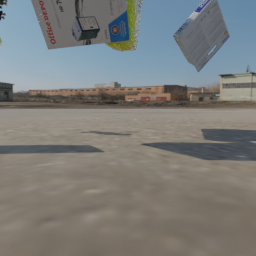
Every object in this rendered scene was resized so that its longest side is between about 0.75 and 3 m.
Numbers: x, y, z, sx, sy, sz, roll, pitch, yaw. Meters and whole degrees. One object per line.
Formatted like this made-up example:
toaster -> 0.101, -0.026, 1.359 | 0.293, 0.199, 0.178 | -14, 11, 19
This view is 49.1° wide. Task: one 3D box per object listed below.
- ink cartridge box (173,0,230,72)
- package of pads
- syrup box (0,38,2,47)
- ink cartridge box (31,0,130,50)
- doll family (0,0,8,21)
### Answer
ink cartridge box -> 2.303, -2.841, 8.627 | 0.358, 1.625, 1.655 | 40, -2, 42
package of pads -> -0.291, -3.426, 7.772 | 0.972, 2.202, 2.850 | 9, 6, 13
syrup box -> -3.288, -1.637, 5.278 | 1.532, 0.603, 0.624 | 3, -23, -4
ink cartridge box -> -0.891, -2.356, 5.545 | 1.738, 1.272, 0.746 | -7, 49, 1
doll family -> -4.094, -3.566, 8.554 | 0.406, 1.035, 0.598 | 28, 29, 12
